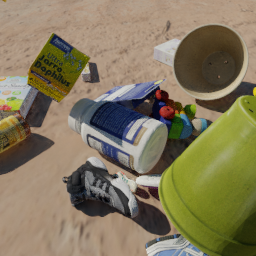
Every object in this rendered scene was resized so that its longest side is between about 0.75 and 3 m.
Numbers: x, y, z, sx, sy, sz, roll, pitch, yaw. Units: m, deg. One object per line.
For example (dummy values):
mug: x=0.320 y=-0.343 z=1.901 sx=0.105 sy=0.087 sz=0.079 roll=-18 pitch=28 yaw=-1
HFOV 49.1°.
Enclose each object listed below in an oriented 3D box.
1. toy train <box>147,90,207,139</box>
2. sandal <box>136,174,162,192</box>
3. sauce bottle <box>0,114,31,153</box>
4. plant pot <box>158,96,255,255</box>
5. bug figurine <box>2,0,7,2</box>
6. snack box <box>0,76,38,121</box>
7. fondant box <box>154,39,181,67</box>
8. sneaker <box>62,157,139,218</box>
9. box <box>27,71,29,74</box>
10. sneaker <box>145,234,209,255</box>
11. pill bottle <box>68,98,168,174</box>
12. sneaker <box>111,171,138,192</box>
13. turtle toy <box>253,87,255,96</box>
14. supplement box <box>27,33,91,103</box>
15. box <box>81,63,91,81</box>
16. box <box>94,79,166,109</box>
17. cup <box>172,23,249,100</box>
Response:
toy train: x=1.684 y=-0.730 z=10.201 sx=1.708 sy=1.249 sz=2.951 roll=5 pitch=38 yaw=-10
sandal: x=1.520 y=1.651 z=7.552 sx=2.636 sy=0.648 sz=1.073 roll=2 pitch=-2 yaw=5
sauce bottle: x=-4.480 y=0.565 z=8.779 sx=0.945 sy=0.945 sz=2.864 roll=28 pitch=49 yaw=30
plant pot: x=2.547 y=0.887 z=6.233 sx=2.888 sy=2.781 sz=2.888 roll=16 pitch=33 yaw=-11
bug figurine: x=-4.259 y=-3.844 z=8.161 sx=1.395 sy=0.359 sz=1.082 roll=-19 pitch=4 yaw=0
snack box: x=-4.705 y=-1.199 z=11.091 sx=1.746 sy=0.650 sz=2.455 roll=1 pitch=39 yaw=1
fondant box: x=2.717 y=-3.639 z=14.054 sx=1.714 sy=0.692 sz=2.376 roll=-31 pitch=48 yaw=-32
sneaker: x=-0.818 y=1.757 z=7.373 sx=1.319 sy=0.875 sz=2.318 roll=-28 pitch=43 yaw=-26
box: x=-4.164 y=-2.554 z=12.944 sx=0.719 sy=0.411 sz=0.790 roll=-1 pitch=40 yaw=-3
sneaker: x=1.580 y=2.787 z=6.243 sx=2.337 sy=0.885 sz=0.900 roll=-8 pitch=62 yaw=-8
pill bottle: x=-0.389 y=0.094 z=8.742 sx=2.929 sy=1.625 sz=1.625 roll=25 pitch=45 yaw=26
sneaker: x=-0.132 y=1.568 z=7.914 sx=0.424 sy=0.320 sz=0.908 roll=-12 pitch=34 yaw=-39
turtle toy: x=4.971 y=-0.739 z=10.248 sx=1.949 sy=0.985 sz=1.421 roll=-7 pitch=63 yaw=-4
supplement box: x=-2.137 y=-1.659 z=8.313 sx=1.199 sy=2.202 sz=1.206 roll=31 pitch=77 yaw=-17
box: x=-2.062 y=-2.899 z=13.379 sx=0.418 sy=0.391 sz=2.019 roll=-6 pitch=40 yaw=-7
box: x=0.007 y=-1.185 z=10.402 sx=2.720 sy=0.441 sz=1.647 roll=-1 pitch=29 yaw=46
cup: x=3.523 y=-2.558 z=11.465 sx=2.858 sy=2.858 sz=2.044 roll=23 pitch=15 yaw=26
